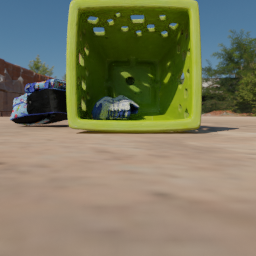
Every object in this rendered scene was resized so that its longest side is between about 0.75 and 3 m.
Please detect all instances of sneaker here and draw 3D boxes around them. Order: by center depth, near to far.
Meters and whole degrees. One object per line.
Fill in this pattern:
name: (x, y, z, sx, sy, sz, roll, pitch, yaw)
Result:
sneaker: (-0.248, -0.433, 6.473, 0.599, 0.511, 1.359, 28, 33, 26)

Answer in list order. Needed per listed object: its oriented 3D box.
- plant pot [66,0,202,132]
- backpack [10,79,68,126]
plant pot: (0.123, -1.210, 6.624, 2.667, 2.681, 2.432, 0, -2, 0)
backpack: (-2.719, -0.724, 8.858, 1.888, 1.270, 1.724, -9, -2, 21)
